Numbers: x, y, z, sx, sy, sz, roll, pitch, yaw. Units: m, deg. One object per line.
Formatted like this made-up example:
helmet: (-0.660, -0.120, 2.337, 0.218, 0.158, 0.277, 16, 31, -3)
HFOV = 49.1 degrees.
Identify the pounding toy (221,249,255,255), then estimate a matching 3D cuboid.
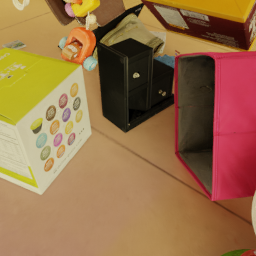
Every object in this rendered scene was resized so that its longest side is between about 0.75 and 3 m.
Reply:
pounding toy: (2.148, 2.971, 4.115, 2.207, 1.327, 2.859, 15, 44, 16)

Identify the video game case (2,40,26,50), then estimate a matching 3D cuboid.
video game case: (-4.917, -3.561, 12.112, 0.764, 0.084, 0.696, -32, 52, -31)

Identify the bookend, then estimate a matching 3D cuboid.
bookend: (0.446, -1.526, 8.190, 2.443, 2.428, 1.125, -31, 50, -30)

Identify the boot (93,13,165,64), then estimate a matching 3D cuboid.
boot: (-0.006, -2.946, 10.674, 2.403, 0.866, 1.858, -45, 78, 1)

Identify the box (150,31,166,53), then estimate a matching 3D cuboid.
box: (1.114, -3.650, 11.850, 0.864, 0.567, 0.868, 10, 44, 10)

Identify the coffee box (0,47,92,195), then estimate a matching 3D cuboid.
coffee box: (-2.584, -0.276, 6.868, 2.354, 2.328, 2.350, 17, 46, 18)

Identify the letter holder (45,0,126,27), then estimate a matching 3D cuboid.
letter holder: (-1.586, -4.467, 8.438, 2.017, 2.837, 1.427, -38, 54, -10)

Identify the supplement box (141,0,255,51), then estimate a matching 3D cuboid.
supplement box: (2.181, -3.559, 7.399, 2.745, 1.848, 2.783, 24, 9, 23)

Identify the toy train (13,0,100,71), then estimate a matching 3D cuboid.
toy train: (-1.752, -2.771, 6.540, 2.945, 2.212, 0.819, 43, 33, 7)

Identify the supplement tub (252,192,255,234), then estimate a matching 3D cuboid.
supplement tub: (3.450, 1.611, 4.263, 2.770, 2.003, 2.003, 26, 34, -28)

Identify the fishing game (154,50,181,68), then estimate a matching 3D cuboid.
fishing game: (1.428, -2.394, 10.724, 1.809, 0.281, 1.296, -28, 47, -16)

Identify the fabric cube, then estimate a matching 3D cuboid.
fabric cube: (2.640, -0.315, 6.095, 2.693, 2.702, 2.650, -4, 15, -4)

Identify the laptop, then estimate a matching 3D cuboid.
laptop: (-1.159, -4.176, 11.474, 2.931, 1.514, 2.598, 24, 47, 34)
